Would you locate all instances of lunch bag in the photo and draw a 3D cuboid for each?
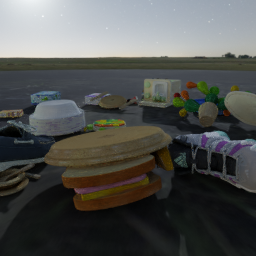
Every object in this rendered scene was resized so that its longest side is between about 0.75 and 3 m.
[{"bbox_3d":[-4.066,-1.483,13.883,1.168,0.599,1.453,3,15,8],"label":"lunch bag"}]

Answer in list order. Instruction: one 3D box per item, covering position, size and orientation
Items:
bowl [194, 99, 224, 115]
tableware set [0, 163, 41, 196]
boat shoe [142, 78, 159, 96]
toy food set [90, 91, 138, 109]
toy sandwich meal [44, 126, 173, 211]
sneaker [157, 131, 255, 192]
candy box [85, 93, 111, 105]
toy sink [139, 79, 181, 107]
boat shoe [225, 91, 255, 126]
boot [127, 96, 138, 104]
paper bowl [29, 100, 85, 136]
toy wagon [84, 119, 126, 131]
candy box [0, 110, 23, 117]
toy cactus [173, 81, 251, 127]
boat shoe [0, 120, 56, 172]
[{"bbox_3d":[3.760,-0.950,12.250,2.033,0.399,2.033,0,15,0],"label":"bowl"},{"bbox_3d":[-2.767,0.861,5.336,1.900,0.381,1.256,6,16,20],"label":"tableware set"},{"bbox_3d":[1.670,-2.479,16.853,1.018,1.020,2.819,9,17,30],"label":"boat shoe"},{"bbox_3d":[-0.668,-1.151,13.045,2.026,0.407,1.398,18,36,35],"label":"toy food set"},{"bbox_3d":[-0.313,0.620,5.445,2.741,0.939,2.741,-8,7,1],"label":"toy sandwich meal"},{"bbox_3d":[1.409,0.642,5.359,1.702,0.946,2.433,-3,6,-7],"label":"sneaker"},{"bbox_3d":[-1.487,-1.468,14.174,0.985,0.420,1.174,5,15,17],"label":"candy box"},{"bbox_3d":[1.626,-1.838,13.992,1.426,1.225,2.187,8,17,29],"label":"toy sink"},{"bbox_3d":[4.144,-0.546,8.566,2.559,0.919,0.762,20,31,1],"label":"boat shoe"},{"bbox_3d":[0.198,-1.441,14.299,0.570,0.286,0.791,1,19,-5],"label":"boot"},{"bbox_3d":[-2.248,-0.382,8.918,1.720,0.895,1.720,-2,15,1],"label":"paper bowl"},{"bbox_3d":[-0.755,-0.053,9.061,1.366,0.270,1.060,-1,14,-5],"label":"toy wagon"},{"bbox_3d":[-4.641,-0.578,11.170,0.793,0.219,0.458,-2,15,-7],"label":"candy box"},{"bbox_3d":[2.991,-0.771,10.410,2.967,1.517,2.448,8,35,19],"label":"toy cactus"},{"bbox_3d":[-2.479,0.310,5.935,1.071,0.885,2.861,5,5,25],"label":"boat shoe"}]
